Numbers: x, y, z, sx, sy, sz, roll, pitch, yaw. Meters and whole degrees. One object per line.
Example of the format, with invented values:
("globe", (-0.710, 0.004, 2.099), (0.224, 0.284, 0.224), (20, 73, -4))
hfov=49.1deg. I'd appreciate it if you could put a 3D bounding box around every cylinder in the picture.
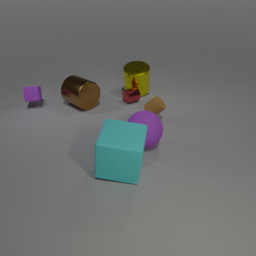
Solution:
("cylinder", (0.471, -2.629, 14.959), (1.400, 1.400, 1.400), (-2, 43, 2))
("cylinder", (-2.308, -1.738, 13.648), (1.400, 1.400, 1.400), (26, 38, 38))
("cylinder", (1.174, -0.929, 12.285), (0.700, 0.700, 0.700), (-38, 16, 27))
("cylinder", (0.168, -1.664, 14.245), (0.700, 0.700, 0.700), (-17, 33, -28))

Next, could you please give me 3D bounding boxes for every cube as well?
("cube", (-4.638, -1.664, 13.663), (0.700, 0.700, 0.700), (-6, 7, -5))
("cube", (-0.214, 0.730, 8.957), (1.400, 1.400, 1.400), (9, 36, 5))

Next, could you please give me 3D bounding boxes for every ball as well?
("ball", (0.601, 0.050, 10.422), (1.400, 1.400, 1.400), (0, 29, 0))
